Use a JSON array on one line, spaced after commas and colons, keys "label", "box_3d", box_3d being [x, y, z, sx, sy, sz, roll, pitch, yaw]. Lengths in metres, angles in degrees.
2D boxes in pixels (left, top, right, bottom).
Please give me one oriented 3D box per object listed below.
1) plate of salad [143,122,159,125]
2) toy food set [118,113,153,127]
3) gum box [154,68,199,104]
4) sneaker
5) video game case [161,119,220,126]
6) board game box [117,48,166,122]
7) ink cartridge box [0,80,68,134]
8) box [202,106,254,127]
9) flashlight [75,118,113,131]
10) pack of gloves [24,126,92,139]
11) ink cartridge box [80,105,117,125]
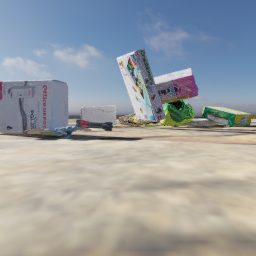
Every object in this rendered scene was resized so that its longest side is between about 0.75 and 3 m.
[{"label": "plate of salad", "box_3d": [1.211, -0.412, 14.704, 2.079, 0.499, 2.079, -7, 1, 0]}, {"label": "toy food set", "box_3d": [0.463, -0.486, 12.993, 1.204, 0.507, 1.678, -17, 14, -29]}, {"label": "gum box", "box_3d": [1.886, -1.655, 11.294, 1.786, 1.014, 0.591, -12, 37, 17]}, {"label": "sneaker", "box_3d": [2.397, -0.871, 12.889, 1.089, 1.228, 2.939, 11, 18, 24]}, {"label": "video game case", "box_3d": [3.413, -0.311, 14.967, 2.589, 0.327, 2.842, 1, 4, 26]}, {"label": "board game box", "box_3d": [0.479, -1.551, 10.644, 0.457, 2.643, 1.669, -25, 15, -20]}, {"label": "ink cartridge box", "box_3d": [-2.603, -0.545, 7.372, 1.900, 1.392, 0.786, 1, 2, 17]}, {"label": "box", "box_3d": [4.880, -0.575, 13.497, 1.599, 0.659, 2.725, 21, 17, 38]}, {"label": "flashlight", "box_3d": [-1.087, -0.085, 9.058, 1.178, 0.400, 0.399, 3, 47, 2]}, {"label": "pack of gloves", "box_3d": [-1.478, 0.150, 6.170, 1.043, 0.245, 1.242, -7, -5, 10]}, {"label": "ink cartridge box", "box_3d": [-1.344, -0.531, 12.579, 1.487, 0.862, 2.054, -5, 3, -8]}]
